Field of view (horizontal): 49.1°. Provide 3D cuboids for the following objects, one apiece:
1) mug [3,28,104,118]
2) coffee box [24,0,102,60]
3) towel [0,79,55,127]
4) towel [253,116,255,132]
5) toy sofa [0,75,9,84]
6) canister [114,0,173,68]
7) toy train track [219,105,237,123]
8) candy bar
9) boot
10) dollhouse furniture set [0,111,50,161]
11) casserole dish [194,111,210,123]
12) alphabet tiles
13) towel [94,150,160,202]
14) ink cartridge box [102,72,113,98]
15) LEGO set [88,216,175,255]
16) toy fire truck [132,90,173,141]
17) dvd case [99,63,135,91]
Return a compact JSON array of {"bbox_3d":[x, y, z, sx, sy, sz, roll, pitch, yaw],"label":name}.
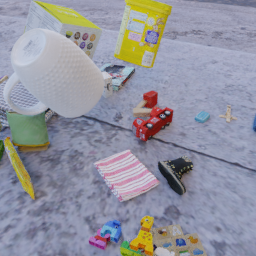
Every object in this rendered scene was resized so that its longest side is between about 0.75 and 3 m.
[{"bbox_3d":[-2.449,-1.478,8.509,2.794,2.450,2.063,-41,58,4],"label":"mug"},{"bbox_3d":[-2.651,-3.545,11.125,2.037,2.014,2.034,42,32,26],"label":"coffee box"},{"bbox_3d":[-4.595,-1.097,11.955,2.865,1.226,2.373,11,39,15],"label":"towel"},{"bbox_3d":[5.704,-0.296,11.588,0.860,0.374,1.540,16,40,22],"label":"towel"},{"bbox_3d":[-6.456,-1.619,12.764,0.957,1.127,2.310,18,41,23],"label":"toy sofa"},{"bbox_3d":[0.512,-3.719,10.883,1.771,2.385,1.032,20,23,9],"label":"canister"},{"bbox_3d":[4.409,-0.686,12.256,0.765,0.217,1.334,11,37,14],"label":"toy train track"},{"bbox_3d":[-3.629,1.230,9.259,0.312,0.703,2.819,-19,40,-28],"label":"candy bar"},{"bbox_3d":[1.744,1.461,9.096,1.079,0.516,1.429,-14,39,-22],"label":"boot"},{"bbox_3d":[-4.049,0.405,9.572,2.486,1.629,1.248,-3,37,-5],"label":"dollhouse furniture set"},{"bbox_3d":[3.207,-0.501,12.053,0.499,0.160,0.824,25,44,30],"label":"casserole dish"},{"bbox_3d":[1.123,3.366,6.878,1.796,0.068,2.158,-8,37,-9],"label":"alphabet tiles"},{"bbox_3d":[-0.087,1.467,9.264,1.449,0.296,1.980,-19,40,-25],"label":"towel"},{"bbox_3d":[-1.099,-2.080,13.457,0.425,1.025,0.752,-21,41,-25],"label":"ink cartridge box"},{"bbox_3d":[0.185,2.698,7.064,2.258,0.861,0.927,14,39,19],"label":"LEGO set"},{"bbox_3d":[0.854,-0.585,11.757,1.842,0.637,2.612,28,45,33],"label":"toy fire truck"},{"bbox_3d":[-0.874,-2.796,15.072,1.820,0.274,2.493,13,39,17],"label":"dvd case"}]
